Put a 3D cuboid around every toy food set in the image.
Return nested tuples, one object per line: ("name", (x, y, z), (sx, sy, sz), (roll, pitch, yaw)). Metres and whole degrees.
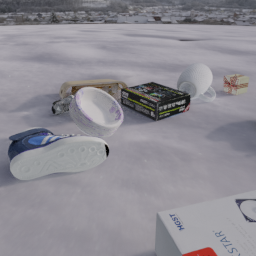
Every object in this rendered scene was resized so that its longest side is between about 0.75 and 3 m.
("toy food set", (-1.466, -1.552, 11.656), (2.644, 0.799, 1.897), (-6, 14, -16))

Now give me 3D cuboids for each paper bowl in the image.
("paper bowl", (-0.961, -0.382, 8.106), (1.537, 0.799, 1.537), (22, 40, -20))

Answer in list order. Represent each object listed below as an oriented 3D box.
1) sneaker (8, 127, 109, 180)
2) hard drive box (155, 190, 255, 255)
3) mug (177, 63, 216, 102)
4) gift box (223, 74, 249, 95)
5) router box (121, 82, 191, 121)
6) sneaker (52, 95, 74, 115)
("sneaker", (-1.793, 0.367, 7.082), (2.342, 0.944, 1.715), (-12, 31, -13))
("hard drive box", (1.721, 1.851, 4.035), (2.195, 0.843, 1.711), (-8, 26, -17))
("mug", (2.832, -1.701, 11.444), (1.703, 1.257, 1.493), (38, 42, 6))
("gift box", (4.689, -1.980, 12.263), (0.829, 0.888, 0.819), (-15, 24, -26))
("router box", (0.991, -1.066, 10.489), (1.625, 0.674, 2.169), (-17, 29, -32))
("sneaker", (-2.091, -0.669, 9.816), (1.039, 0.675, 1.798), (-21, 21, -28))
